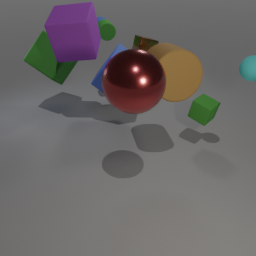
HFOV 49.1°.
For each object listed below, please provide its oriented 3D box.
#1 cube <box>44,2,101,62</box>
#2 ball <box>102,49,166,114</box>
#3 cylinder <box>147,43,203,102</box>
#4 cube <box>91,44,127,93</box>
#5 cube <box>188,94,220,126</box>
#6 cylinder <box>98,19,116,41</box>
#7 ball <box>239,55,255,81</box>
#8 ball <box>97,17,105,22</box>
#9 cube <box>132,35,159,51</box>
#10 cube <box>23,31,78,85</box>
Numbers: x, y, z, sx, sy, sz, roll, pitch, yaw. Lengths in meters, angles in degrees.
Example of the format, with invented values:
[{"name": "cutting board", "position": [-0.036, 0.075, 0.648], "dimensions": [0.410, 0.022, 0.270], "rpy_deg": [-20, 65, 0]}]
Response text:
[{"name": "cube", "position": [-1.800, -3.245, 9.516], "dimensions": [1.400, 1.400, 1.400], "rpy_deg": [-3, 47, 7]}, {"name": "ball", "position": [0.130, -1.001, 6.106], "dimensions": [1.400, 1.400, 1.400], "rpy_deg": [0, 30, 0]}, {"name": "cylinder", "position": [1.189, -1.608, 7.932], "dimensions": [1.400, 1.400, 1.400], "rpy_deg": [-5, 25, -9]}, {"name": "cube", "position": [-0.301, -2.027, 10.622], "dimensions": [1.400, 1.400, 1.400], "rpy_deg": [36, 36, -13]}, {"name": "cube", "position": [2.589, -0.630, 9.570], "dimensions": [0.700, 0.700, 0.700], "rpy_deg": [35, 46, 26]}, {"name": "cylinder", "position": [-0.912, -4.015, 11.470], "dimensions": [0.700, 0.700, 0.700], "rpy_deg": [-8, 34, -14]}, {"name": "ball", "position": [3.460, -1.653, 7.771], "dimensions": [0.700, 0.700, 0.700], "rpy_deg": [0, 30, 0]}, {"name": "ball", "position": [-1.304, -4.965, 13.435], "dimensions": [0.700, 0.700, 0.700], "rpy_deg": [0, 30, 0]}, {"name": "cube", "position": [0.606, -2.948, 10.262], "dimensions": [0.700, 0.700, 0.700], "rpy_deg": [5, 23, -22]}, {"name": "cube", "position": [-3.060, -2.799, 11.400], "dimensions": [1.400, 1.400, 1.400], "rpy_deg": [34, 1, 2]}]
